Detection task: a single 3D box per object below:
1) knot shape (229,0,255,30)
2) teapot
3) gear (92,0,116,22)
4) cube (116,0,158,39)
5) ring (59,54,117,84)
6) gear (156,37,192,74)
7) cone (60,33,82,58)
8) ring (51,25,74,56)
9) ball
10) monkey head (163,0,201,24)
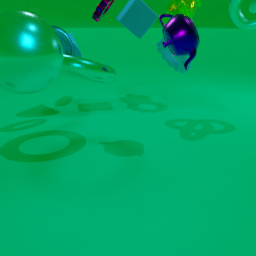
[{"bbox_3d":[3.742,-3.190,7.242,1.746,0.862,1.866,6,-5,-19],"label":"knot shape"},{"bbox_3d":[1.113,-1.932,6.121,0.728,1.486,0.924,-27,-16,3],"label":"teapot"},{"bbox_3d":[-0.754,-4.319,9.744,0.248,1.341,1.341,37,19,-11],"label":"gear"},{"bbox_3d":[0.275,-3.608,9.156,0.904,0.904,0.904,35,15,-22],"label":"cube"},{"bbox_3d":[-1.168,-1.374,6.501,1.869,0.374,1.869,12,6,-1],"label":"ring"},{"bbox_3d":[1.539,-2.429,9.447,0.253,1.371,1.371,-45,33,-5],"label":"gear"},{"bbox_3d":[-1.995,-2.746,9.136,1.273,1.273,1.278,3,50,7],"label":"cone"},{"bbox_3d":[-1.996,-2.141,7.684,0.257,1.286,1.286,5,20,37],"label":"ring"},{"bbox_3d":[-1.250,-0.876,3.314,0.948,0.948,0.948,0,22,0],"label":"ball"},{"bbox_3d":[1.787,-4.377,9.862,1.179,1.407,1.956,-37,10,-7],"label":"monkey head"}]
